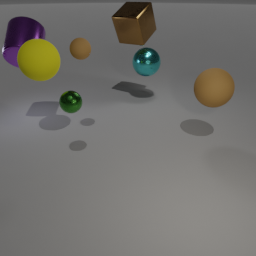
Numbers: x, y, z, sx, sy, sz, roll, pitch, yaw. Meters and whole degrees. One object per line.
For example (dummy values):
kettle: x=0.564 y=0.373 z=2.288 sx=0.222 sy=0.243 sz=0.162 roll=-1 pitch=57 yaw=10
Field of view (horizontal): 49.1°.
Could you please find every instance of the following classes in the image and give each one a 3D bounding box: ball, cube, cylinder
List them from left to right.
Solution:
cylinder: x=-3.907 y=-3.198 z=10.613 sx=1.400 sy=1.400 sz=1.400 roll=-1 pitch=68 yaw=-1
ball: x=-3.024 y=-2.307 z=9.540 sx=1.400 sy=1.400 sz=1.400 roll=0 pitch=28 yaw=0
ball: x=-1.751 y=-0.797 z=8.586 sx=0.700 sy=0.700 sz=0.700 roll=0 pitch=28 yaw=0
ball: x=-1.559 y=-2.595 z=9.177 sx=0.700 sy=0.700 sz=0.700 roll=0 pitch=28 yaw=0
cube: x=0.316 y=-4.882 z=13.071 sx=1.400 sy=1.400 sz=1.400 roll=16 pitch=56 yaw=30
ball: x=0.913 y=-3.255 z=13.838 sx=1.400 sy=1.400 sz=1.400 roll=0 pitch=28 yaw=0
ball: x=3.065 y=-1.432 z=10.007 sx=1.400 sy=1.400 sz=1.400 roll=0 pitch=28 yaw=0
